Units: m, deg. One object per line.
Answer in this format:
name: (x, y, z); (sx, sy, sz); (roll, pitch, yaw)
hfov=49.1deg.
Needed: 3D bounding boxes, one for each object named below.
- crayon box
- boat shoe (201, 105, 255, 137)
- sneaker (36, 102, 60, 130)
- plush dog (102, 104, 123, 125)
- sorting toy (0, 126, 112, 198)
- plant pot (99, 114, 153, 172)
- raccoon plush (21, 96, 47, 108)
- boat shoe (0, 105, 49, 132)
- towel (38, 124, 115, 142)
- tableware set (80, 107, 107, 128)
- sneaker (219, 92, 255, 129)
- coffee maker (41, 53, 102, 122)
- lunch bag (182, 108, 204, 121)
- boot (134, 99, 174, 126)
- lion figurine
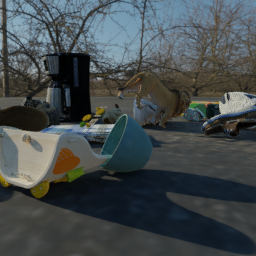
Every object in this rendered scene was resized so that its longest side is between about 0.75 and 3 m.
crayon box: (3.398, -0.928, 13.598); (1.702, 0.681, 2.682); (-5, 9, -33)
boat shoe: (2.728, -0.082, 7.421); (1.551, 0.561, 0.560); (-24, -36, 22)
sneaker: (-2.992, -0.379, 9.332); (1.022, 0.855, 2.251); (-13, 10, -26)
plush dog: (-0.612, -0.428, 10.446); (0.784, 0.732, 0.912); (-24, 10, -4)
sorting toy: (-0.941, 0.424, 3.970); (1.483, 0.792, 1.335); (4, 1, 38)
plant pot: (0.021, 0.321, 4.388); (0.612, 0.909, 0.909); (26, 2, -14)
raccoon plush: (-4.337, -0.962, 13.222); (1.369, 0.989, 2.043); (4, 3, -41)
boat shoe: (-3.096, -0.192, 7.588); (2.012, 0.726, 0.724); (-3, -3, 1)
towel: (-1.028, 0.125, 7.284); (2.346, 0.279, 1.723); (-1, 8, -2)
tableware set: (-0.914, -0.283, 7.434); (0.564, 0.128, 0.837); (0, 39, 31)
sneaker: (4.653, -0.563, 9.194); (1.916, 1.175, 2.945); (-3, 9, -31)
coffee maker: (-2.251, -1.720, 11.786); (1.830, 2.717, 2.609); (8, 12, 39)
lunch bag: (2.710, -0.564, 11.544); (0.872, 0.532, 0.743); (10, 8, 14)
boot: (1.037, -0.646, 10.283); (1.298, 0.999, 2.716); (-5, 6, 14)
lion figurine: (0.957, -1.066, 9.048); (2.646, 1.621, 0.959); (38, -8, -34)
